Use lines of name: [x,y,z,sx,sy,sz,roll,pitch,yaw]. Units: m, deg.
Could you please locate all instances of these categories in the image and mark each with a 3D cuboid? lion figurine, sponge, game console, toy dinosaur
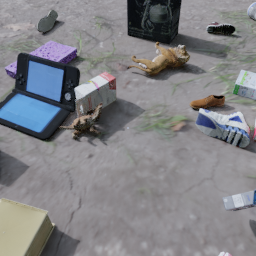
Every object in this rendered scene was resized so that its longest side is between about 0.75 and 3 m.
lion figurine: [1.228,-2.572,10.915,2.282,0.827,1.398,-37,64,-14]
sponge: [-3.364,-2.649,11.143,1.444,0.386,2.588,23,50,22]
game console: [-3.016,-1.109,8.930,2.461,2.164,1.432,19,20,17]
toy dinosaur: [-1.352,-0.193,8.589,1.415,0.607,0.959,-16,38,2]

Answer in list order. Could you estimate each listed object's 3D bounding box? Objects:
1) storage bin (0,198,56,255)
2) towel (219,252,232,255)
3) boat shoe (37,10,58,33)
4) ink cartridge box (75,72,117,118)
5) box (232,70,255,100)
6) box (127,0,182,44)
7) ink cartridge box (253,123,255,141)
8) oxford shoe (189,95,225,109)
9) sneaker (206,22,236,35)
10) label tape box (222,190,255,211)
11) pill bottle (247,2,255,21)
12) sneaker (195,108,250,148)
storage bin: [-2.539,2.357,5.949,1.385,0.654,1.395,12,47,12]
towel: [2.623,3.773,4.671,2.988,0.447,2.186,24,50,22]
boat shoe: [-3.981,-5.107,13.660,0.541,0.626,1.724,-23,35,42]
ink cartridge box: [-1.145,-1.025,9.120,1.631,0.950,0.550,-35,55,-30]
box: [4.315,-1.555,9.981,0.869,0.476,0.985,20,48,19]
box: [1.155,-5.142,12.418,2.145,2.109,1.330,18,48,18]
ink cartridge box: [4.952,-0.485,8.537,1.716,1.000,2.370,17,47,16]
oxford shoe: [2.659,-0.919,9.391,1.220,0.435,0.435,-9,47,-6]
sneaker: [4.391,-4.809,13.254,1.307,0.494,0.755,8,43,9]
label tape box: [2.567,1.541,5.982,0.875,0.631,0.277,-26,60,31]
pill bottle: [6.618,-5.637,13.882,0.745,0.745,1.309,-14,47,-14]
sneaker: [2.952,-0.137,8.507,1.677,0.678,0.969,29,48,17]
